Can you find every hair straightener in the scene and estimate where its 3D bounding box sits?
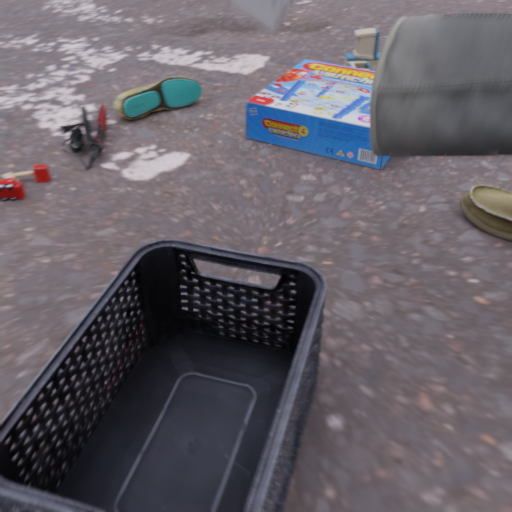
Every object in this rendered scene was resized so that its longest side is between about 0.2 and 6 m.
[{"bbox_3d":[-3.417,-2.340,11.038,0.869,0.462,2.259,-7,42,-8],"label":"hair straightener"}]

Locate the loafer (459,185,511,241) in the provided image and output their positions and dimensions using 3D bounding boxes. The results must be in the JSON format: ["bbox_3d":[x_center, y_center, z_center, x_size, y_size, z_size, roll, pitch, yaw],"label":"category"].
[{"bbox_3d":[4.261,-0.609,8.348,2.416,0.815,0.919,28,45,31],"label":"loafer"}]

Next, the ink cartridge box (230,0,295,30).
[{"bbox_3d":[0.101,-2.578,4.935,0.689,0.415,0.949,28,57,-13],"label":"ink cartridge box"}]

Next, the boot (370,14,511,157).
[{"bbox_3d":[2.449,-1.024,4.949,3.053,1.108,2.776,8,76,29],"label":"boot"}]

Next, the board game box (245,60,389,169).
[{"bbox_3d":[1.690,-3.030,11.520,2.881,0.805,2.821,18,41,22],"label":"board game box"}]

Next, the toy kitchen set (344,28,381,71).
[{"bbox_3d":[2.782,-5.030,13.706,0.990,1.347,1.681,0,37,1],"label":"toy kitchen set"}]

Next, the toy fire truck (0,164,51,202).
[{"bbox_3d":[-4.222,-1.258,9.645,1.156,0.282,0.815,-3,37,-3],"label":"toy fire truck"}]

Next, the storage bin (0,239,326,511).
[{"bbox_3d":[-0.649,1.387,5.235,2.094,1.452,3.098,10,38,13],"label":"storage bin"}]

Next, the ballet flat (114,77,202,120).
[{"bbox_3d":[-2.182,-3.512,12.325,2.051,0.725,0.725,-26,45,-29],"label":"ballet flat"}]
